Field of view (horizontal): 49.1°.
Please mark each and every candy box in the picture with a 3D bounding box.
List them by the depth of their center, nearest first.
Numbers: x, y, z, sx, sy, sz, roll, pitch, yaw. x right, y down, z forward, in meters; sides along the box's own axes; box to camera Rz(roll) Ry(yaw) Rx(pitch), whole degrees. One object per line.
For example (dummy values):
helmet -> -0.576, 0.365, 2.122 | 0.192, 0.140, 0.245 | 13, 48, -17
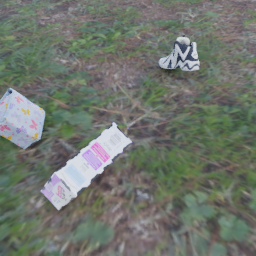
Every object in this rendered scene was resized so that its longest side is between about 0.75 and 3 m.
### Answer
candy box -> -0.863, 0.790, 5.711 | 0.586, 1.374, 1.638 | 47, 53, 0

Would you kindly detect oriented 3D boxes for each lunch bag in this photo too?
lunch bag -> -2.724, -0.277, 7.045 | 0.801, 1.069, 1.260 | -28, 43, 25

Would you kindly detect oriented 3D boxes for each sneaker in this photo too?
sneaker -> 1.620, -2.454, 9.047 | 0.649, 1.058, 1.626 | -11, 21, -26
